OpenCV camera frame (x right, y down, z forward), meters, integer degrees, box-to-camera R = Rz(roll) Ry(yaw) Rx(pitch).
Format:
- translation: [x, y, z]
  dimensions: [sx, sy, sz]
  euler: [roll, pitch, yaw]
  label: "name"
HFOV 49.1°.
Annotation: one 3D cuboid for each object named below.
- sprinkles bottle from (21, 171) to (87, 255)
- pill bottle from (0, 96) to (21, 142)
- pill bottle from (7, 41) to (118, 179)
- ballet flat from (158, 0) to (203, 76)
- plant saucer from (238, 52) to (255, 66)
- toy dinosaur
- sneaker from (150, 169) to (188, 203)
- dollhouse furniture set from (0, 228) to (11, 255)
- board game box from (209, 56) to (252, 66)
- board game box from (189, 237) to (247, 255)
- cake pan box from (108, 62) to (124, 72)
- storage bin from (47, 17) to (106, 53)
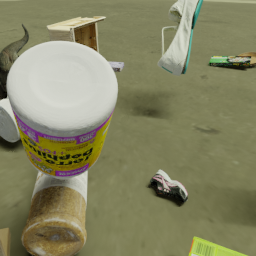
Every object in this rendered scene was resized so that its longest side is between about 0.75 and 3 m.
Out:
- translation: [-1.179, 0.908, 5.075]
  dimensions: [0.929, 0.929, 2.721]
  euler: [-3, 31, -6]
  label: "sprinkles bottle"
- translation: [-2.214, -0.608, 7.254]
  dimensions: [1.341, 1.341, 2.389]
  euler: [18, 36, 28]
  label: "pill bottle"
- translation: [-0.740, -0.007, 3.270]
  dimensions: [0.992, 1.902, 0.992]
  euler: [5, 62, -10]
  label: "pill bottle"
- translation: [1.415, -2.769, 7.562]
  dimensions: [0.965, 2.779, 0.965]
  euler: [15, -11, 3]
  label: "ballet flat"
- translation: [5.223, -2.938, 12.083]
  dimensions: [1.136, 0.201, 1.136]
  euler: [-12, 35, 9]
  label: "plant saucer"
- translation: [-3.205, -1.567, 7.716]
  dimensions: [1.276, 2.495, 0.960]
  euler: [16, 29, 20]
  label: "toy dinosaur"
- translation: [0.756, 1.170, 5.322]
  dimensions: [0.376, 0.350, 0.871]
  euler: [-33, 36, -20]
  label: "sneaker"
- translation: [-2.899, 1.023, 4.097]
  dimensions: [2.024, 1.734, 2.129]
  euler: [-9, 32, -15]
  label: "dollhouse furniture set"
- translation: [4.356, -2.866, 11.948]
  dimensions: [1.634, 0.192, 0.856]
  euler: [7, 37, 25]
  label: "board game box"
- translation: [1.674, 2.202, 3.330]
  dimensions: [2.090, 0.498, 1.062]
  euler: [13, 33, 21]
  label: "board game box"
- translation: [-0.603, -2.561, 11.648]
  dimensions: [0.769, 0.201, 0.708]
  euler: [5, 29, 8]
  label: "cake pan box"
- translation: [-1.549, -2.523, 9.635]
  dimensions: [1.036, 2.210, 2.194]
  euler: [12, 33, 23]
  label: "storage bin"
